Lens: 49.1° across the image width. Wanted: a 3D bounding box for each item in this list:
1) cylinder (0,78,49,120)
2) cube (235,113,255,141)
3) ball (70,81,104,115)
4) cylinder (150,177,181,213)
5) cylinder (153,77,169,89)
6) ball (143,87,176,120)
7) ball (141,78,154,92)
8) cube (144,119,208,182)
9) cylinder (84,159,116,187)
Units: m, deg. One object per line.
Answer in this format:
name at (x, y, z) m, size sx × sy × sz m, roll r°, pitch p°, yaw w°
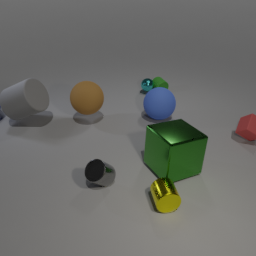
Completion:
cylinder at (-4.209, -1.159, 11.440) m, size 1.400 × 1.400 × 1.400 m, roll -17°, pitch 23°, yaw 24°
cube at (4.602, -0.017, 10.483) m, size 0.700 × 0.700 × 0.700 m, roll 29°, pitch 73°, yaw -9°
ball at (-1.697, -1.245, 11.605) m, size 1.400 × 1.400 × 1.400 m, roll 0°, pitch 29°, yaw 0°
cylinder at (1.030, 1.848, 7.738) m, size 0.700 × 0.700 × 0.700 m, roll -5°, pitch 30°, yaw -9°
cylinder at (1.708, -2.300, 15.021) m, size 0.700 × 0.700 × 0.700 m, roll -13°, pitch 38°, yaw -21°
ball at (1.362, -1.053, 12.104) m, size 1.400 × 1.400 × 1.400 m, roll 0°, pitch 29°, yaw 0°
ball at (1.031, -2.275, 14.789) m, size 0.700 × 0.700 × 0.700 m, roll 0°, pitch 29°, yaw 0°
cube at (1.474, 0.692, 8.967) m, size 1.400 × 1.400 × 1.400 m, roll -11°, pitch 30°, yaw -25°
cylinder at (-0.825, 1.343, 8.371) m, size 0.700 × 0.700 × 0.700 m, roll -10°, pitch 65°, yaw 22°
